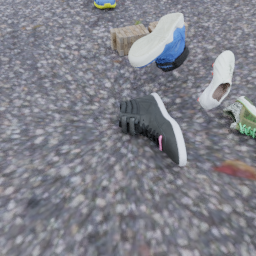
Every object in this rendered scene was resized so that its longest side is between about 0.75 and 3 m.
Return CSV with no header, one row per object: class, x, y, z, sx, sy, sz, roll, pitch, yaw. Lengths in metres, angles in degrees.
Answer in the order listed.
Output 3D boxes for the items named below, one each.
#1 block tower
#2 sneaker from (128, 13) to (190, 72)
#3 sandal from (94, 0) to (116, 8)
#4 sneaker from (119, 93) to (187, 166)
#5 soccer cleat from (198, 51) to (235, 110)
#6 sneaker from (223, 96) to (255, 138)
block tower,0.836,-3.603,11.041,2.968,0.802,0.858,-14,47,-12
sneaker,1.034,-2.155,8.306,1.033,1.498,2.692,6,44,32
sandal,-1.212,-6.873,13.937,1.092,1.196,2.748,-7,48,-9
sneaker,0.525,0.099,7.447,1.362,0.971,2.746,-13,42,-9
soccer cleat,2.575,-1.320,7.622,0.663,0.743,1.915,34,74,-21
sneaker,3.338,-0.035,7.814,0.881,0.764,1.987,-23,44,0
